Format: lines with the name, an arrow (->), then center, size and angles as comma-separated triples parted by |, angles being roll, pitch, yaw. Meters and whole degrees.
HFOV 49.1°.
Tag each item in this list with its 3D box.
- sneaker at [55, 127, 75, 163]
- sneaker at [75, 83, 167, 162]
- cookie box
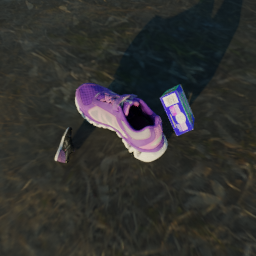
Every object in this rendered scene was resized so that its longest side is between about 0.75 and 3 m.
sneaker -> -1.480, 0.434, 6.948 | 0.393, 0.340, 0.898 | 18, 74, -5
sneaker -> -0.193, -0.440, 7.026 | 2.864, 1.266, 1.152 | 36, 66, 21
cookie box -> 1.245, -0.481, 6.893 | 0.443, 1.009, 1.180 | -22, 9, 19
